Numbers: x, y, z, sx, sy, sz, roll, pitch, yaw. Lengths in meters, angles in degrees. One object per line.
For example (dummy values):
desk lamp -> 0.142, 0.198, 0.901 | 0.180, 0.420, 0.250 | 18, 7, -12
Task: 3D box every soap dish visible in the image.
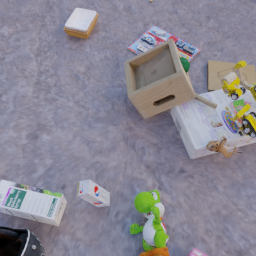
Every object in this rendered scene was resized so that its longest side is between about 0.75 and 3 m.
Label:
soap dish -> -2.014, -4.528, 12.163 | 1.112, 0.574, 1.414 | 15, 60, 9

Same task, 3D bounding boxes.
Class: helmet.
helmet -> -2.877, 3.310, 6.550 | 1.834, 1.924, 1.924 | 12, 58, -10

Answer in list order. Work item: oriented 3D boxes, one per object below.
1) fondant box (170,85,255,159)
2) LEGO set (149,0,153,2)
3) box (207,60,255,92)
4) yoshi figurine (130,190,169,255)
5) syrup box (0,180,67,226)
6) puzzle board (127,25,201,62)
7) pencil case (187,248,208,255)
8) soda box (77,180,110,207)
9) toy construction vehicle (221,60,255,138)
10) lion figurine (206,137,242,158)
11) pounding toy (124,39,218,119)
fondant box -> 3.054, -0.259, 9.398 | 2.723, 0.793, 1.964 | -14, 59, -7
LEGO set -> 1.086, -6.469, 13.582 | 0.433, 0.350, 0.941 | -38, 66, 17
box -> 3.991, -1.926, 10.785 | 1.824, 0.194, 1.491 | 7, 59, 4
yoshi figurine -> 0.541, 2.541, 7.570 | 1.069, 1.065, 1.902 | -4, 55, 5
syrup box -> -2.787, 2.128, 7.947 | 1.889, 0.769, 0.744 | 12, 58, 6
puzzle board -> 1.492, -3.298, 11.623 | 2.456, 0.214, 1.851 | 35, 64, 20
pencil case -> 2.173, 3.697, 7.070 | 1.502, 0.622, 0.650 | 26, 88, 14
soda box -> -0.938, 1.841, 7.796 | 0.385, 1.209, 0.412 | -13, 56, 19
toy construction vehicle -> 3.619, -0.920, 8.697 | 1.736, 0.702, 1.994 | -40, 98, -26
lion figurine -> 2.833, 0.636, 8.288 | 0.976, 0.354, 0.598 | 38, 103, -6
pounding toy -> 1.371, -1.485, 9.435 | 2.395, 1.703, 2.205 | -22, 48, 19
